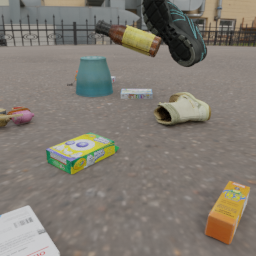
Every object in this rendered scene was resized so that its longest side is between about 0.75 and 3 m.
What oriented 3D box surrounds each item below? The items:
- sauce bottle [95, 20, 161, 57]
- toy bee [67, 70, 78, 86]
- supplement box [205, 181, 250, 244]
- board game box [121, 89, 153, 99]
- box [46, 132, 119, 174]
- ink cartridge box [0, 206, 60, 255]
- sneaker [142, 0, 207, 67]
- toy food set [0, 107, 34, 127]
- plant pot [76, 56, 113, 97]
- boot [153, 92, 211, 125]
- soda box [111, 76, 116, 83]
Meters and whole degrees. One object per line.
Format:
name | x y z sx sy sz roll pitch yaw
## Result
sauce bottle | -0.014 -4.098 12.558 2.980 0.984 0.984 24 24 6
toy bee | -2.576 -2.707 15.373 1.575 0.856 1.031 -4 22 -10
supplement box | 1.778 1.427 4.927 0.433 0.448 1.302 15 23 29
board game box | 0.411 -1.631 13.328 1.475 0.252 0.992 1 21 2
box | -1.109 0.571 7.261 1.005 0.414 1.714 17 25 36
ink cartridge box | -1.508 1.796 3.794 0.913 0.526 1.576 -14 25 -33
sneaker | 1.435 -3.125 8.725 1.121 2.829 1.067 -23 -11 -39
toy food set | -4.142 -0.404 9.908 1.630 0.404 2.564 -8 13 -12
plant pot | -1.670 -2.592 13.760 1.871 1.758 1.871 0 21 0
boot | 1.668 -0.727 10.178 1.722 0.803 2.227 -9 24 -22
soda box | -1.056 -2.774 16.313 0.321 0.301 0.944 9 22 23
